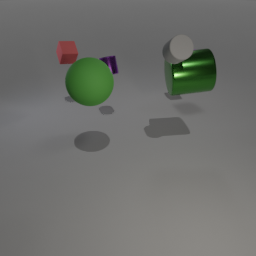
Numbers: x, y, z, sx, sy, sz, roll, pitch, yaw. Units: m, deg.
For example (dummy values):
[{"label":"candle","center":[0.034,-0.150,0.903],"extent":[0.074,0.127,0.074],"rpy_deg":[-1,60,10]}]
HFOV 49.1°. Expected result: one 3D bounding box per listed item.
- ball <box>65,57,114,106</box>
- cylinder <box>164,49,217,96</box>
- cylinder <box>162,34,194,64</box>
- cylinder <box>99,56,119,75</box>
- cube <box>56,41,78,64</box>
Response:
[{"label":"ball","center":[-1.111,-1.335,8.145],"extent":[1.400,1.400,1.400],"rpy_deg":[0,28,0]},{"label":"cylinder","center":[2.024,-1.845,9.305],"extent":[1.400,1.400,1.400],"rpy_deg":[-7,29,-1]},{"label":"cylinder","center":[1.411,-2.228,7.967],"extent":[0.700,0.700,0.700],"rpy_deg":[-5,4,-10]},{"label":"cylinder","center":[-0.770,-2.431,11.017],"extent":[0.700,0.700,0.700],"rpy_deg":[-11,11,2]},{"label":"cube","center":[-2.625,-3.245,12.063],"extent":[0.700,0.700,0.700],"rpy_deg":[-10,69,-28]}]
